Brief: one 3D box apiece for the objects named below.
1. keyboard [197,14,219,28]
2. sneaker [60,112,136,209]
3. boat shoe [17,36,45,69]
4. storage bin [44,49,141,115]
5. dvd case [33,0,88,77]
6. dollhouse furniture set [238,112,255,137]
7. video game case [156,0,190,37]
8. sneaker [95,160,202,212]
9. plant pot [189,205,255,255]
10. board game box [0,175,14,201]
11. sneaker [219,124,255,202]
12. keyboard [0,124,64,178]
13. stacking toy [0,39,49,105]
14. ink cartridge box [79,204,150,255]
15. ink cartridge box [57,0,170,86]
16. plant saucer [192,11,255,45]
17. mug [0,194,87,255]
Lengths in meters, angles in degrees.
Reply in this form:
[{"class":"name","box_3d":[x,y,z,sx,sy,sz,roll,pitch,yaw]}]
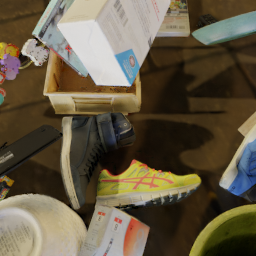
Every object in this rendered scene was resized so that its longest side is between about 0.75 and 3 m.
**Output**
[{"class":"keyboard","box_3d":[2.907,-3.522,9.691,0.799,0.130,1.258,-27,61,-15]},{"class":"sneaker","box_3d":[-0.698,0.664,7.223,1.938,1.020,2.682,-7,54,-3]},{"class":"boat shoe","box_3d":[-3.227,-2.583,9.160,0.534,0.473,1.458,24,68,10]},{"class":"storage bin","box_3d":[-0.918,-1.798,8.345,2.596,1.225,2.614,1,65,-3]},{"class":"dvd case","box_3d":[-1.224,-2.306,6.755,0.227,2.066,1.508,26,85,27]},{"class":"dollhouse furniture set","box_3d":[5.498,-0.101,8.008,2.941,2.396,2.797,-20,62,-47]},{"class":"video game case","box_3d":[1.014,-4.095,9.979,2.218,0.255,2.021,0,66,1]},{"class":"sneaker","box_3d":[0.476,1.336,7.070,2.729,1.067,1.232,-7,63,-3]},{"class":"plant pot","box_3d":[2.227,3.320,5.054,2.958,2.809,2.958,1,54,-1]},{"class":"board game box","box_3d":[-4.514,1.701,7.108,2.388,0.677,1.974,22,69,10]},{"class":"sneaker","box_3d":[3.424,0.867,7.246,1.196,0.825,2.150,31,83,17]},{"class":"keyboard","box_3d":[-2.149,0.661,4.954,2.130,0.422,1.109,-34,32,-22]},{"class":"stacking toy","box_3d":[-3.596,-1.275,7.977,2.135,0.665,2.832,12,71,44]},{"class":"ink cartridge box","box_3d":[-0.361,2.922,5.953,0.545,1.761,2.172,-2,60,33]},{"class":"ink cartridge box","box_3d":[-0.097,-2.318,5.633,0.880,1.528,2.638,6,57,31]},{"class":"plant saucer","box_3d":[3.311,-3.004,8.507,2.643,2.643,0.475,-15,100,-7]},{"class":"mug","box_3d":[-1.871,2.753,5.590,2.145,2.547,2.905,-19,67,-8]}]
